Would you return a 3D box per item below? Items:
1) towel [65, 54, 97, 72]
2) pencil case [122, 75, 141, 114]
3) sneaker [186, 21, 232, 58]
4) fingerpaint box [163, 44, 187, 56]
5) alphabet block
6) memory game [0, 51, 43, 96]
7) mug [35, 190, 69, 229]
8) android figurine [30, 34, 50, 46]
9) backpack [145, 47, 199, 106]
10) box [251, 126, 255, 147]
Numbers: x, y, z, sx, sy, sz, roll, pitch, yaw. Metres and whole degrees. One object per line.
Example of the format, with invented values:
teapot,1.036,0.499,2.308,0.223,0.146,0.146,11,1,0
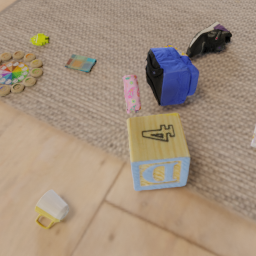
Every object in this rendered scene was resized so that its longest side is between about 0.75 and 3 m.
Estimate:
towel,-2.096,-2.892,12.450,1.204,0.131,0.883,15,55,11
pencil case,0.117,-1.075,8.889,0.522,0.522,1.193,-6,97,-5
sneaker,3.765,-3.863,12.651,1.167,1.009,2.665,41,64,19
fingerpaint box,1.918,-3.136,12.443,0.939,0.413,1.126,-36,63,-22
alphabet block,0.902,0.753,8.795,1.701,1.692,1.732,-5,48,0
memory game,-5.016,-2.451,12.109,2.710,0.173,2.710,0,55,0
mug,-2.249,2.466,8.421,0.797,0.971,0.777,33,28,11
android figurine,-4.215,-4.207,13.351,0.893,0.183,0.813,0,55,-2
backpack,1.626,-2.102,10.979,1.798,1.741,2.143,-7,43,-15
box,4.738,0.177,10.213,0.249,0.233,1.203,21,58,15
